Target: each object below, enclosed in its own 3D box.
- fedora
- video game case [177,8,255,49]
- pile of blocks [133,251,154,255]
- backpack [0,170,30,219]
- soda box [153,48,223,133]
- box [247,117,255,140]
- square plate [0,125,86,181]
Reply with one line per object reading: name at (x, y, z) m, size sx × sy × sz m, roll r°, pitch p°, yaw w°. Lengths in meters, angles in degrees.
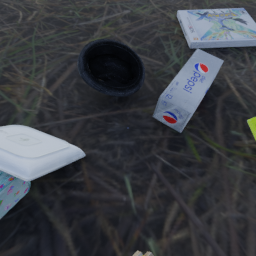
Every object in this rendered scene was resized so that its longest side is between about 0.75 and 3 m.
fedora at (-0.533, -1.623, 8.219) m, size 1.983 × 0.906 × 1.983 m, roll 6°, pitch 72°, yaw -18°
video game case at (3.584, -3.990, 11.031) m, size 2.876 × 0.316 × 2.621 m, roll -3°, pitch 47°, yaw -3°
pile of blocks at (0.683, 2.533, 4.831) m, size 1.334 × 0.548 × 0.415 m, roll 36°, pitch 56°, yaw 29°
backpack at (-2.890, 1.303, 5.516) m, size 1.156 × 1.524 × 1.826 m, roll 39°, pitch 53°, yaw 6°
soda box at (1.757, -1.141, 7.947) m, size 0.914 × 0.849 × 2.678 m, roll 30°, pitch 53°, yaw 11°
box at (4.079, 0.041, 6.102) m, size 2.371 × 0.565 × 1.446 m, roll -26°, pitch 60°, yaw 24°
square plate at (-2.331, 0.379, 6.176) m, size 2.151 × 0.309 × 2.172 m, roll 19°, pitch 13°, yaw 17°
